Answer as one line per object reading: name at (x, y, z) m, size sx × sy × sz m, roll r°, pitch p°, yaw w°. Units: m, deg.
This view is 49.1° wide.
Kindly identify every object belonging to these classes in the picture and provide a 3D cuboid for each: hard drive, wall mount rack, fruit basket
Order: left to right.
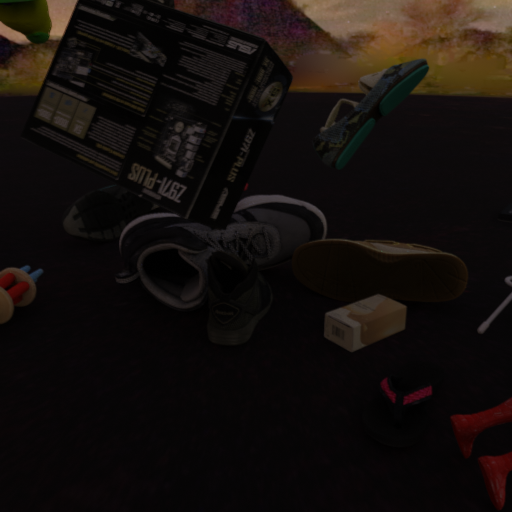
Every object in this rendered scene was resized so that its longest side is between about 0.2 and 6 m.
fruit basket at (-1.923, -2.029, 4.283) m, size 0.647 × 0.897 × 0.897 m, roll -18°, pitch 27°, yaw -29°
hard drive at (5.728, -0.908, 12.065) m, size 0.748 × 0.176 × 1.071 m, roll 13°, pitch 24°, yaw 32°
wall mount rack at (3.665, 0.789, 7.020) m, size 1.374 × 0.590 × 1.582 m, roll -8°, pitch 21°, yaw -29°

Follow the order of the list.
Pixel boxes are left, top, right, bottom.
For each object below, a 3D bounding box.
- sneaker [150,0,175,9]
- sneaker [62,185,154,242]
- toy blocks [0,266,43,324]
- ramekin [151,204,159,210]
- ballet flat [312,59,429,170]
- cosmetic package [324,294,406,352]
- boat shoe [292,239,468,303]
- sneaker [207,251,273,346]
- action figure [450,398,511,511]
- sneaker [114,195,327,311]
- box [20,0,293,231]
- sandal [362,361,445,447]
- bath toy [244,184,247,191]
sneaker at (-2.123, -3.648, 9.772) m, size 0.992 × 2.683 × 1.064 m, roll 23°, pitch 50°, yaw -17°
sneaker at (-3.038, -0.836, 11.143) m, size 1.060 × 1.009 × 2.675 m, roll -12°, pitch 13°, yaw 23°
toy blocks at (-3.809, 0.523, 7.599) m, size 1.390 × 0.606 × 1.668 m, roll 4°, pitch 21°, yaw 8°
ramekin at (-2.435, -1.510, 12.446) m, size 1.052 × 1.052 × 0.513 m, roll 4°, pitch 23°, yaw 10°
ballet flat at (2.064, -2.862, 10.588) m, size 0.978 × 2.636 × 0.978 m, roll 43°, pitch 4°, yaw -4°
cosmetic package at (1.392, 0.834, 7.119) m, size 0.990 × 0.352 × 0.521 m, roll -15°, pitch 25°, yaw -36°
boat shoe at (1.777, 0.221, 8.225) m, size 2.468 × 0.913 × 0.819 m, roll 8°, pitch 8°, yaw 19°
sneaker at (-0.187, 0.336, 7.488) m, size 0.712 × 1.067 × 1.863 m, roll 7°, pitch 19°, yaw 12°
action figure at (3.250, 1.528, 4.745) m, size 2.826 × 1.399 × 0.922 m, roll -22°, pitch 24°, yaw 4°
sneaker at (-0.454, -0.017, 8.280) m, size 3.268 × 1.233 × 1.860 m, roll -7°, pitch 21°, yaw -2°
box at (-0.990, -1.486, 5.615) m, size 2.130 × 1.744 × 0.917 m, roll 26°, pitch 4°, yaw 20°
sandal at (1.517, 1.365, 5.671) m, size 0.605 × 0.363 × 1.610 m, roll 11°, pitch 23°, yaw 28°
bath toy at (-0.415, -1.359, 6.675) m, size 0.599 × 1.622 × 0.705 m, roll 22°, pitch 46°, yaw 26°
